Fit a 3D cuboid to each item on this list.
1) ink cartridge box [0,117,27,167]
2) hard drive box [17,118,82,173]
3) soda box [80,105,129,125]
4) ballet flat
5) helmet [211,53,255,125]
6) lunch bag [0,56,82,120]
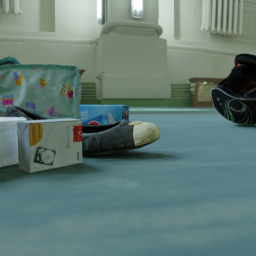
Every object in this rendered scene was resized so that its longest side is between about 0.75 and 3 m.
[{"bbox_3d":[-2.157,0.200,3.463,1.083,0.623,1.493,3,6,28],"label":"ink cartridge box"},{"bbox_3d":[-0.992,0.196,3.635,0.300,0.609,0.782,5,8,42],"label":"hard drive box"},{"bbox_3d":[-1.065,-0.481,10.307,2.147,0.728,0.689,2,6,22],"label":"soda box"},{"bbox_3d":[-0.864,0.011,4.619,2.780,0.790,0.924,1,5,10],"label":"ballet flat"},{"bbox_3d":[4.131,-1.214,9.894,2.381,2.381,2.270,2,-23,22],"label":"helmet"},{"bbox_3d":[-2.897,-0.907,8.280,2.972,1.812,2.532,2,-4,-6],"label":"lunch bag"}]
